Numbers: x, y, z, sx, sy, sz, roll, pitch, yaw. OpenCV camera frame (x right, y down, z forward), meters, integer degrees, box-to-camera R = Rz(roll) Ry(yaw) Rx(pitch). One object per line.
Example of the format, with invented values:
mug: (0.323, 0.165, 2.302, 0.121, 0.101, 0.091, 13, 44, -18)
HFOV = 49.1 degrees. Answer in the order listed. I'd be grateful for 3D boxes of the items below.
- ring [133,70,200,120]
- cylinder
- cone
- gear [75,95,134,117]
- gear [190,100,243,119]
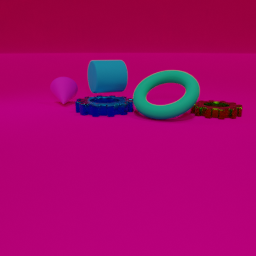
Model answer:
ring: (1.097, -1.009, 8.197, 1.954, 0.391, 1.954, -10, 45, 11)
cylinder: (-0.742, -1.835, 10.000, 1.139, 1.139, 1.139, -7, 18, -24)
cone: (-2.225, -1.103, 9.708, 0.976, 0.976, 0.979, -3, 40, -9)
gear: (-0.743, -0.730, 8.955, 1.834, 0.339, 1.834, 0, 16, 0)
gear: (2.691, -0.582, 8.561, 1.492, 0.276, 1.492, 0, 16, 0)
